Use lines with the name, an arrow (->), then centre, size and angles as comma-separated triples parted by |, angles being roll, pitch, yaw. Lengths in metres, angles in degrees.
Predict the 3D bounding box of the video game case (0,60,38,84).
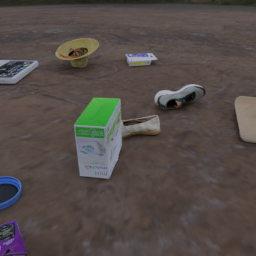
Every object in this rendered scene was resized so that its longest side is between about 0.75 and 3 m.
video game case -> -5.815, -2.620, 12.872 | 2.491, 0.320, 2.740 | 2, 28, 5

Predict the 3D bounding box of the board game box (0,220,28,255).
board game box -> -2.685, 2.383, 3.754 | 2.700, 0.436, 1.621 | -17, 29, -27

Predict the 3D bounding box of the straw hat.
straw hat -> -2.413, -3.505, 13.810 | 2.257, 0.955, 2.257 | -6, 40, 5

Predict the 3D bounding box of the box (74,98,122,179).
box -> -0.623, 0.193, 6.667 | 0.745, 1.360, 1.541 | 4, 30, 9

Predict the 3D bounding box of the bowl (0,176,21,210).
bowl -> -2.673, 1.355, 5.791 | 0.909, 0.178, 0.909 | 0, 29, 0

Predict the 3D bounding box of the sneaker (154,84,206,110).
sneaker -> 1.864, -0.994, 9.662 | 1.843, 0.681, 0.731 | -15, 41, -13

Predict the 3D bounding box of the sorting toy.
sorting toy -> 4.398, -0.172, 8.390 | 2.191, 0.432, 2.367 | 7, 34, 13

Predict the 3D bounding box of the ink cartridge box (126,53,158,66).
ink cartridge box -> 0.683, -3.576, 14.597 | 1.470, 0.346, 1.453 | -2, 27, -7

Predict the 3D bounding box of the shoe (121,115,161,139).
shoe -> 0.012, -0.055, 8.007 | 1.871, 0.499, 0.654 | -5, 29, -9
